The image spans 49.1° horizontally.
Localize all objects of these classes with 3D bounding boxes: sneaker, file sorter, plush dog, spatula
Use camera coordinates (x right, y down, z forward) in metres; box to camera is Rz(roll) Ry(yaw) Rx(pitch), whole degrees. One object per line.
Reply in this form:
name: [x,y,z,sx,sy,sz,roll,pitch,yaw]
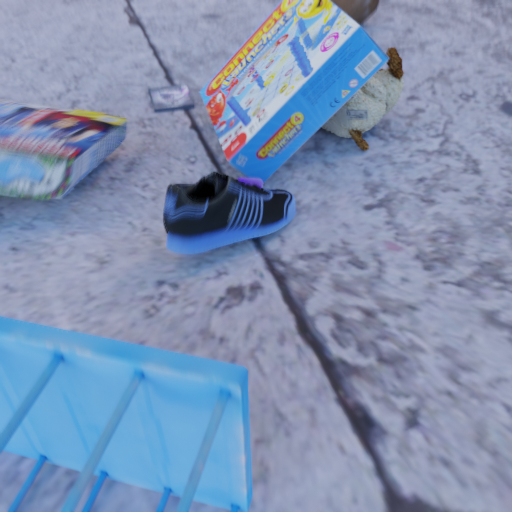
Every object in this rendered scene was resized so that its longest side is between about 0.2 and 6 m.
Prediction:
sneaker: [-0.287,-0.769,8.016,0.830,0.922,2.368,24,33,39]
file sorter: [-1.607,1.790,4.208,2.795,1.939,1.715,10,42,12]
plush dog: [2.136,-3.003,10.733,1.713,1.995,1.600,-35,83,-24]
spatula: [-0.605,-1.056,8.957,1.459,0.412,0.150,0,-4,-8]

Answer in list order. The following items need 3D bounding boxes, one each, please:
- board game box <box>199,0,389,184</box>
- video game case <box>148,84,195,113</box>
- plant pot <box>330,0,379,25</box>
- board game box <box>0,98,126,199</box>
board game box: [0.452,-3.119,9.832,2.911,0.814,2.851,-43,38,18]
video game case: [-1.885,-3.486,12.370,0.869,0.115,1.217,-9,38,-11]
plant pot: [2.636,-7.099,16.136,1.419,1.419,1.518,17,55,20]
board game box: [-4.112,-1.550,8.772,3.266,1.007,3.264,9,29,3]
